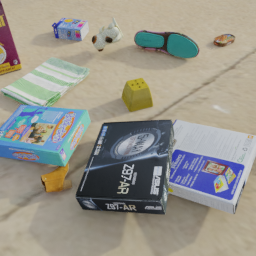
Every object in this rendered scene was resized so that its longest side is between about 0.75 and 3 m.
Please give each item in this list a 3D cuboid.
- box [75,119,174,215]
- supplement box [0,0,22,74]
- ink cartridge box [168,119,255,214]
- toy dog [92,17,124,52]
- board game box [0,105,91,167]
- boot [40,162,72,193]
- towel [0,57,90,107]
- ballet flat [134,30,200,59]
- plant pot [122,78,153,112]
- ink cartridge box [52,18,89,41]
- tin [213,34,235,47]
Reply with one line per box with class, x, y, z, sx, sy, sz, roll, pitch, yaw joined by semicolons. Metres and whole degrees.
box;0.046;0.890;7.264;2.095;0.569;2.616;-2;43;18
supplement box;-5.274;-3.398;10.380;1.774;2.710;1.399;-23;49;-21
ink cartridge box;1.956;0.864;7.507;2.447;0.575;2.418;12;46;33
toy dog;-0.878;-3.748;11.738;1.289;0.899;1.250;-25;56;12
board game box;-2.536;0.131;8.133;2.390;0.538;1.818;6;44;19
boot;-1.915;1.187;7.329;0.733;0.360;1.024;-2;50;-27
towel;-3.001;-1.741;10.410;2.102;0.322;2.756;22;49;22
ballet flat;1.700;-3.681;12.034;2.876;0.994;1.024;15;27;15
plant pot;0.313;-1.189;9.529;0.881;0.777;0.881;-15;46;-14
ink cartridge box;-2.768;-4.652;13.161;1.576;0.602;1.076;8;45;11
tin;4.395;-4.002;12.768;1.120;0.235;0.627;-26;46;-24
